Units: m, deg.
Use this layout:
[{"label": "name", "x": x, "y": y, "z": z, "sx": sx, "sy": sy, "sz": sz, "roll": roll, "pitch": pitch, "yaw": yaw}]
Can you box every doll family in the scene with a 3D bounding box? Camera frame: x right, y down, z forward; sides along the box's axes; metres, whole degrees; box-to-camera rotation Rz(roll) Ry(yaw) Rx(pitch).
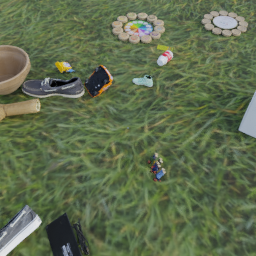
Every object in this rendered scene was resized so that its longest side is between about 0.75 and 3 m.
[{"label": "doll family", "x": 0.906, "y": 1.315, "z": 9.142, "sx": 0.381, "sy": 0.561, "sz": 0.971, "roll": 26, "pitch": 34, "yaw": -23}]

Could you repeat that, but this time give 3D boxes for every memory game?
[{"label": "memory game", "x": 5.111, "y": -5.557, "z": 14.842, "sx": 2.408, "sy": 0.153, "sz": 2.408, "roll": 0, "pitch": 51, "yaw": 0}, {"label": "memory game", "x": 0.526, "y": -5.267, "z": 14.591, "sx": 2.811, "sy": 0.179, "sz": 2.811, "roll": 0, "pitch": 52, "yaw": 0}]

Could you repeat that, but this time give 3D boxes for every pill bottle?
[{"label": "pill bottle", "x": 1.674, "y": -3.168, "z": 12.758, "sx": 0.430, "sy": 0.430, "sz": 0.765, "roll": 31, "pitch": 58, "yaw": 22}]

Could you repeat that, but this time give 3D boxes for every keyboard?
[{"label": "keyboard", "x": -1.512, "y": 3.361, "z": 7.713, "sx": 1.059, "sy": 0.403, "sz": 2.035, "roll": -33, "pitch": 57, "yaw": 4}]

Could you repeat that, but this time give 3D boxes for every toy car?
[{"label": "toy car", "x": -1.696, "y": -2.425, "z": 11.716, "sx": 2.734, "sy": 1.341, "sz": 0.910, "roll": 40, "pitch": 29, "yaw": 20}]

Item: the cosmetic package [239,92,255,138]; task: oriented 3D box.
[{"label": "cosmetic package", "x": 5.179, "y": -1.007, "z": 9.917, "sx": 1.333, "sy": 2.168, "sz": 2.161, "roll": 26, "pitch": 56, "yaw": 22}]

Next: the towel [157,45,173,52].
[{"label": "towel", "x": 1.785, "y": -3.860, "z": 13.544, "sx": 0.753, "sy": 0.068, "sz": 0.324, "roll": 13, "pitch": 52, "yaw": 11}]

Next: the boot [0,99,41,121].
[{"label": "boot", "x": -4.256, "y": -0.613, "z": 10.465, "sx": 1.727, "sy": 0.571, "sz": 1.512, "roll": -7, "pitch": 35, "yaw": -6}]

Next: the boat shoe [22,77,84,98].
[{"label": "boat shoe", "x": -3.098, "y": -1.809, "z": 11.426, "sx": 2.594, "sy": 0.814, "sz": 0.942, "roll": 4, "pitch": 52, "yaw": 3}]

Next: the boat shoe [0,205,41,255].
[{"label": "boat shoe", "x": -3.379, "y": 2.935, "z": 7.279, "sx": 2.219, "sy": 0.796, "sz": 0.752, "roll": -39, "pitch": 101, "yaw": -24}]

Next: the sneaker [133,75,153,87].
[{"label": "sneaker", "x": 0.623, "y": -2.079, "z": 11.836, "sx": 0.875, "sy": 0.516, "sz": 0.322, "roll": 13, "pitch": 54, "yaw": 12}]

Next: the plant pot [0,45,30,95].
[{"label": "plant pot", "x": -5.213, "y": -2.209, "z": 11.532, "sx": 2.502, "sy": 1.155, "sz": 2.502, "roll": 0, "pitch": 52, "yaw": 0}]
